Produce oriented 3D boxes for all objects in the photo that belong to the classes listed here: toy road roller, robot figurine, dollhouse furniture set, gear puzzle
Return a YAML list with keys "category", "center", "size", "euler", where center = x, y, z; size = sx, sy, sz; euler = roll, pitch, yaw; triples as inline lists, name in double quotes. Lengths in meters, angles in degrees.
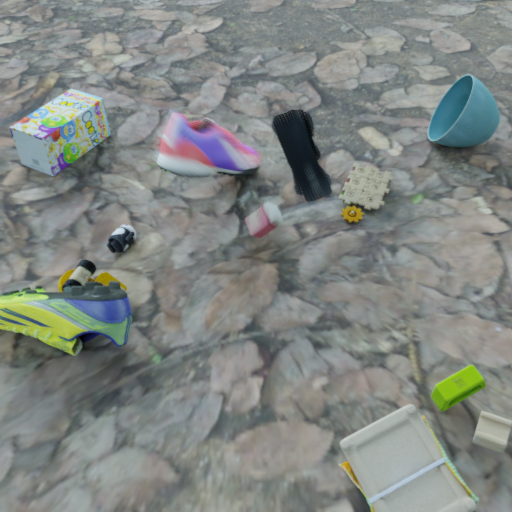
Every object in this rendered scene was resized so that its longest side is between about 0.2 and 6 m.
- category: "toy road roller"
  center: [-2.946, 0.682, 9.907]
  size: [1.132, 0.827, 0.696]
  euler: [37, 44, -15]
- category: "robot figurine"
  center: [-2.655, -0.337, 11.037]
  size: [0.486, 0.403, 0.646]
  euler: [25, 49, 12]
- category: "dollhouse furniture set"
  center: [2.835, 2.694, 7.849]
  size: [3.166, 1.222, 1.582]
  euler: [-29, 55, -1]
- category: "gear puzzle"
  center: [2.331, -1.295, 12.190]
  size: [0.977, 0.247, 1.886]
  euler: [17, 49, 14]

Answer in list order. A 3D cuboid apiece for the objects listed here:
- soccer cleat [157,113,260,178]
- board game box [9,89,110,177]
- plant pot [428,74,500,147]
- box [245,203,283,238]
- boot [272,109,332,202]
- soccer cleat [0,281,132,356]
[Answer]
- category: "soccer cleat"
  center: [-0.809, -2.295, 11.749]
  size: [1.066, 1.144, 3.126]
  euler: [21, 18, 28]
- category: "board game box"
  center: [-4.593, -2.966, 13.306]
  size: [1.063, 1.044, 2.026]
  euler: [21, 48, 20]
- category: "plant pot"
  center: [5.104, -3.293, 13.401]
  size: [1.144, 1.699, 1.699]
  euler: [23, 44, -10]
- category: "box"
  center: [0.154, -0.704, 11.087]
  size: [0.344, 0.631, 0.404]
  euler: [13, 49, -53]
- category: "boot"
  center: [0.805, -1.837, 9.913]
  size: [0.684, 1.505, 1.792]
  euler: [-20, 14, 6]
- category: "soccer cleat"
  center: [-3.389, 1.087, 9.198]
  size: [2.863, 1.198, 0.926]
  euler: [-4, 5, 16]
